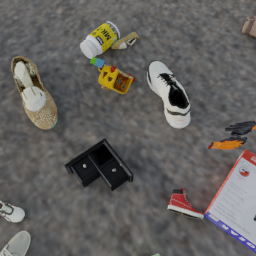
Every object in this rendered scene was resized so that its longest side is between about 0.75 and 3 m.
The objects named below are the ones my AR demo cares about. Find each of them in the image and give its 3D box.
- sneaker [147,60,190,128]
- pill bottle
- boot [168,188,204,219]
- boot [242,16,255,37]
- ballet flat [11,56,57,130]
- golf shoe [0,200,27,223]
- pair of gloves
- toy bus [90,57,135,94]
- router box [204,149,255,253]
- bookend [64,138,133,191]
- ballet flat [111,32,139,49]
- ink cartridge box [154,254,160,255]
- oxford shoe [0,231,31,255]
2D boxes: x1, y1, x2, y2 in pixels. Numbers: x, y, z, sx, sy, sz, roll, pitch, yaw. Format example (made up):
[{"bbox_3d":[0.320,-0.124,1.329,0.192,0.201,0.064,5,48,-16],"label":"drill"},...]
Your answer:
[{"bbox_3d":[1.371,-1.313,9.061,0.963,1.045,2.612,-20,63,-8],"label":"sneaker"},{"bbox_3d":[-1.016,-3.171,10.169,0.788,0.788,1.378,38,69,18],"label":"pill bottle"},{"bbox_3d":[1.648,2.044,7.681,0.974,0.353,0.703,17,62,13],"label":"boot"},{"bbox_3d":[4.924,-3.617,10.602,1.149,0.552,1.571,14,62,15],"label":"boot"},{"bbox_3d":[-3.145,-1.210,9.012,1.012,0.937,2.870,-33,65,-1],"label":"ballet flat"},{"bbox_3d":[-3.272,2.221,7.509,1.097,0.483,0.424,18,63,8],"label":"golf shoe"},{"bbox_3d":[2.492,0.195,6.442,1.012,1.136,0.140,-3,56,-17],"label":"pair of gloves"},{"bbox_3d":[-0.583,-1.640,9.324,1.455,1.542,0.797,25,95,5],"label":"toy bus"},{"bbox_3d":[3.674,2.148,7.462,2.460,0.601,2.207,34,67,16],"label":"router box"},{"bbox_3d":[-0.809,1.272,7.908,1.394,0.642,1.385,-33,67,-16],"label":"bookend"},{"bbox_3d":[-0.079,-3.189,10.411,1.183,0.406,0.373,-37,80,-17],"label":"ballet flat"},{"bbox_3d":[0.405,4.458,6.239,1.867,0.615,2.565,-21,64,-10],"label":"ink cartridge box"},{"bbox_3d":[-3.031,3.259,6.987,0.562,0.432,1.495,31,64,19],"label":"oxford shoe"}]
